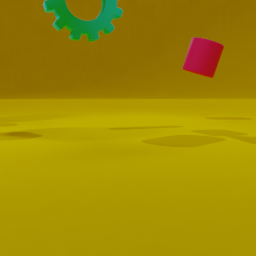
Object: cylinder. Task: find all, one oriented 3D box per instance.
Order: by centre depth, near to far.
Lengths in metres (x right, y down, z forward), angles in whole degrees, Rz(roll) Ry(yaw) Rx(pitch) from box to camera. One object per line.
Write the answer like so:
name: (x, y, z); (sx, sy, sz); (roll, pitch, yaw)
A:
cylinder: (2.653, -2.489, 9.947); (1.145, 1.145, 1.145); (16, 13, -4)

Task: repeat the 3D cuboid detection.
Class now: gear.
gear: (-1.037, -3.024, 6.627); (1.850, 1.850, 0.342); (-3, 12, -22)
